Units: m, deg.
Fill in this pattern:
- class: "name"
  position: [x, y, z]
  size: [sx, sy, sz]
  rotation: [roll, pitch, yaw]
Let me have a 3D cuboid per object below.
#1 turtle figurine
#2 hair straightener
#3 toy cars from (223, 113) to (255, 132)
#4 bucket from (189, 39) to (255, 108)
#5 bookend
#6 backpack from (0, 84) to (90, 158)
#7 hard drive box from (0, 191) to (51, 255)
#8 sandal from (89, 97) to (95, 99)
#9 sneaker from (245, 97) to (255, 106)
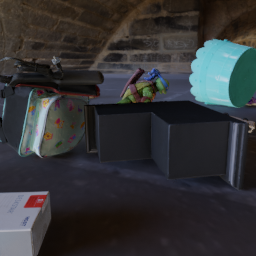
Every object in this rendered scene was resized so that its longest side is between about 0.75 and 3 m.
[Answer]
- class: "turtle figurine"
  position: [0.252, -0.278, 8.008]
  size: [2.344, 2.418, 1.740]
  rotation: [-19, 36, 5]
- class: "hair straightener"
  position: [-1.481, -1.076, 5.246]
  size: [2.154, 0.829, 0.441]
  rotation: [7, 50, -18]
- class: "toy cars"
  position: [2.454, -0.046, 7.902]
  size: [2.324, 0.515, 1.042]
  rotation: [0, 26, -18]
- class: "bucket"
  position: [4.513, -2.431, 12.800]
  size: [3.073, 3.073, 2.000]
  rotation: [-11, 25, -38]
- class: "bookend"
  position: [0.458, 0.236, 5.279]
  size: [2.427, 1.125, 2.443]
  rotation: [-3, 14, -11]
- class: "backpack"
  position: [-1.731, -0.316, 6.458]
  size: [1.509, 1.731, 1.969]
  rotation: [23, 21, 20]
- class: "hard drive box"
  position: [-1.504, 1.099, 3.182]
  size: [1.073, 0.412, 0.836]
  rotation: [-1, 14, -4]
- class: "sandal"
  position: [-2.998, -2.098, 15.946]
  size: [2.277, 0.749, 0.835]
  rotation: [3, 14, 13]
- class: "sneaker"
  position: [5.793, -1.283, 13.280]
  size: [0.958, 0.399, 0.386]
  rotation: [-6, 15, -23]
